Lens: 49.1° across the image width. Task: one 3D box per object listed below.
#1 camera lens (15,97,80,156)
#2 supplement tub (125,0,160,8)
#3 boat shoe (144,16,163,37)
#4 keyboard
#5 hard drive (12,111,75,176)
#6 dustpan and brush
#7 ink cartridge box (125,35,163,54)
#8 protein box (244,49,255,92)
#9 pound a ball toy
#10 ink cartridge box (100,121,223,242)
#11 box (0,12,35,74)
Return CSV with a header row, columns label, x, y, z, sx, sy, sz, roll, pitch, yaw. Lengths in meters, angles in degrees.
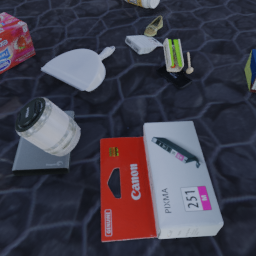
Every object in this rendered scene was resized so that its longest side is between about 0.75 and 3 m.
label,x,y,z,sx,sy,sz,roll,pitch,yaw
camera lens,-1.791,-0.018,6.279,0.973,1.216,0.973,-21,48,25
supplement tub,0.634,-6.080,12.648,1.478,1.069,1.069,28,55,23
boat shoe,1.052,-4.136,11.387,0.472,0.407,1.293,26,51,21
keyboard,1.633,-1.803,9.586,0.754,0.161,1.255,-34,58,-18
hard drive,-2.209,0.364,7.595,1.383,0.326,1.982,-2,49,-2
dustpan and brush,-1.322,-2.267,9.705,1.955,0.802,2.802,28,61,20
ink cartridge box,0.646,-3.240,10.820,1.208,0.285,0.967,-15,48,-35
protein box,4.649,-1.837,9.141,1.255,0.847,1.246,6,50,5
pound a ball toy,1.678,-2.379,9.552,0.819,0.533,1.256,-1,71,-13
ink cartridge box,0.590,1.121,6.755,2.532,0.635,2.917,-2,49,-4
box,-4.766,-2.702,9.589,1.349,1.292,2.706,32,56,25
